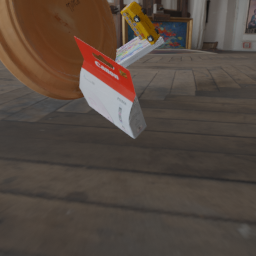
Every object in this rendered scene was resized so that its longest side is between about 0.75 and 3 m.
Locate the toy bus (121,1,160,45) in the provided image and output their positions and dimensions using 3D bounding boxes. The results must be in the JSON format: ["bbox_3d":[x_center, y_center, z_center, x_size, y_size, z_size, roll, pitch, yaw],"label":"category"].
[{"bbox_3d":[0.319,-2.498,6.774,0.412,1.053,0.343,-5,43,51],"label":"toy bus"}]

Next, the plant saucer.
[{"bbox_3d":[-0.661,-1.115,2.898,0.264,1.634,1.634,-6,12,38],"label":"plant saucer"}]

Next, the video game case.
[{"bbox_3d":[0.159,-2.895,10.453,1.999,0.251,2.791,-31,23,7],"label":"video game case"}]

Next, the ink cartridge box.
[{"bbox_3d":[-0.198,-0.326,2.531,0.692,0.851,0.243,37,79,28],"label":"ink cartridge box"}]
